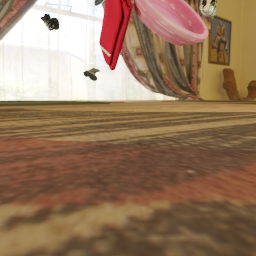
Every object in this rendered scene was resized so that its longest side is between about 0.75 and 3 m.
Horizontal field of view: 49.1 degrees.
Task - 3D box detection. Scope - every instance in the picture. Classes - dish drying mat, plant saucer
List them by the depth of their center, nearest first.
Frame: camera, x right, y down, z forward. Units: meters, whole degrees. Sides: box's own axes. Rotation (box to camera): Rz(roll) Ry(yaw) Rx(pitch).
[{"bbox_3d":[0.890,-2.538,6.296,1.994,1.994,0.505,-6,-33,-43],"label":"plant saucer"},{"bbox_3d":[-0.403,-2.520,7.038,0.266,1.122,2.921,-16,-10,-13],"label":"dish drying mat"}]

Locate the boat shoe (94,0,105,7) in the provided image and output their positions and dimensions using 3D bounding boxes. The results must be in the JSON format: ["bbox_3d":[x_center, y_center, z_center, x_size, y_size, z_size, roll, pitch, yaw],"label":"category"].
[{"bbox_3d":[-0.773,-3.883,8.102,0.331,0.885,0.274,13,-26,33],"label":"boat shoe"}]

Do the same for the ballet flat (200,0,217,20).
[{"bbox_3d":[2.325,-3.671,8.030,0.498,0.512,1.439,13,-34,14],"label":"ballet flat"}]

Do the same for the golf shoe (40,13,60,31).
[{"bbox_3d":[-1.953,-2.683,7.283,0.318,0.387,0.819,-38,55,-9],"label":"golf shoe"}]

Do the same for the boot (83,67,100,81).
[{"bbox_3d":[-1.316,-2.152,10.937,0.583,0.302,0.892,-32,43,-27],"label":"boot"}]
